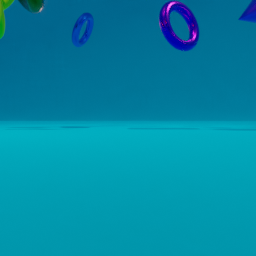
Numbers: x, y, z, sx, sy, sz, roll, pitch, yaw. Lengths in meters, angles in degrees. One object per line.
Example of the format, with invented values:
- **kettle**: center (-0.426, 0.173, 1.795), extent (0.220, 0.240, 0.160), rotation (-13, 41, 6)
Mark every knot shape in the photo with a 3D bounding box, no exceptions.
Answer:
- **knot shape**: center (-2.577, -2.216, 5.018), extent (1.347, 1.261, 0.623), rotation (-20, 11, 9)

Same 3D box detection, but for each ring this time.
- **ring**: center (-2.558, -3.542, 6.275), extent (0.395, 1.975, 1.975), rotation (-36, 11, -13)
- **ring**: center (1.541, -3.027, 8.309), extent (1.549, 1.549, 0.310), rotation (-1, -9, -36)
- **ring**: center (-1.450, -3.148, 9.023), extent (0.227, 1.135, 1.135), rotation (28, 5, 7)

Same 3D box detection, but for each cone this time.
- **cone**: center (3.543, -3.137, 7.397), extent (1.534, 1.534, 1.540), rotation (-1, -1, -28)
